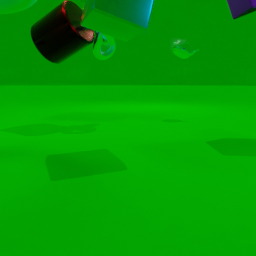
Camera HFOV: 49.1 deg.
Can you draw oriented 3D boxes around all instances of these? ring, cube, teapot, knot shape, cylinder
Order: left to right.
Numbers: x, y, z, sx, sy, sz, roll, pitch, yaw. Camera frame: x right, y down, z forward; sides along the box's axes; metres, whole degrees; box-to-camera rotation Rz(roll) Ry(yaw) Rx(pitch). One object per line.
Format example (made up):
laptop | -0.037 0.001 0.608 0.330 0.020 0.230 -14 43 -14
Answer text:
ring | -2.335 -2.369 4.312 1.945 0.389 1.945 -1 -6 0
cylinder | -1.873 -2.744 8.113 1.319 1.319 1.319 -24 -1 25
knot shape | -0.720 -2.713 8.308 0.693 1.404 1.500 -4 38 1
cube | -0.183 -2.327 5.148 1.017 1.017 1.017 13 0 -22
teapot | 1.886 -2.679 9.488 1.079 0.528 0.671 33 2 31
cube | 2.932 -3.304 6.424 1.051 1.051 1.051 -22 8 1
